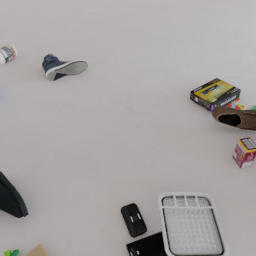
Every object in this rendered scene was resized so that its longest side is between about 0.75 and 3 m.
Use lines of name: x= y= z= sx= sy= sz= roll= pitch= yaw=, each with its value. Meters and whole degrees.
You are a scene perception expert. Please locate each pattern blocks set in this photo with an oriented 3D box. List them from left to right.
pattern blocks set: x=3.789 y=-0.725 z=10.119 sx=1.711 sy=0.139 sz=1.504 roll=7 pitch=43 yaw=7

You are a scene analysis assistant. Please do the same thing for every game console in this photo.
game console: x=0.312 y=2.435 z=6.622 sx=0.909 sy=0.186 sz=1.541 roll=-13 pitch=45 yaw=-15

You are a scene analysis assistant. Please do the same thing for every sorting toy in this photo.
sorting toy: x=-2.150 y=2.963 z=6.032 sx=0.912 sy=0.182 sz=1.233 roll=-34 pitch=56 yaw=-26

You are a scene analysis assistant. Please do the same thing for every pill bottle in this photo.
pill bottle: x=-5.581 y=-3.253 z=12.538 sx=0.637 sy=0.637 sz=1.095 roll=21 pitch=47 yaw=21

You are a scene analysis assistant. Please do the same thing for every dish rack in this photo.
dish rack: x=1.448 y=2.299 z=6.566 sx=1.447 sy=0.367 sz=1.687 roll=2 pitch=42 yaw=-6

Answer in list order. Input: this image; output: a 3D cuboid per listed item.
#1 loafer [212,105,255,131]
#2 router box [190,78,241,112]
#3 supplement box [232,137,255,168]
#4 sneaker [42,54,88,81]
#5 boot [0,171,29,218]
loafer: x=3.666 y=-0.206 z=8.993 sx=1.915 sy=0.699 sz=0.680 roll=9 pitch=30 yaw=13
router box: x=3.207 y=-1.234 z=10.325 sx=1.459 sy=0.381 sz=1.147 roll=-28 pitch=46 yaw=-24
supplement box: x=3.374 y=0.720 z=8.070 sx=0.389 sy=0.755 sz=0.494 roll=-9 pitch=43 yaw=-10
sneaker: x=-2.749 y=-2.752 z=11.935 sx=1.815 sy=0.690 sz=1.311 roll=-19 pitch=48 yaw=-18
boot: x=-3.451 y=1.916 z=6.781 sx=1.513 sy=0.688 sz=1.801 roll=-30 pitch=43 yaw=-33
